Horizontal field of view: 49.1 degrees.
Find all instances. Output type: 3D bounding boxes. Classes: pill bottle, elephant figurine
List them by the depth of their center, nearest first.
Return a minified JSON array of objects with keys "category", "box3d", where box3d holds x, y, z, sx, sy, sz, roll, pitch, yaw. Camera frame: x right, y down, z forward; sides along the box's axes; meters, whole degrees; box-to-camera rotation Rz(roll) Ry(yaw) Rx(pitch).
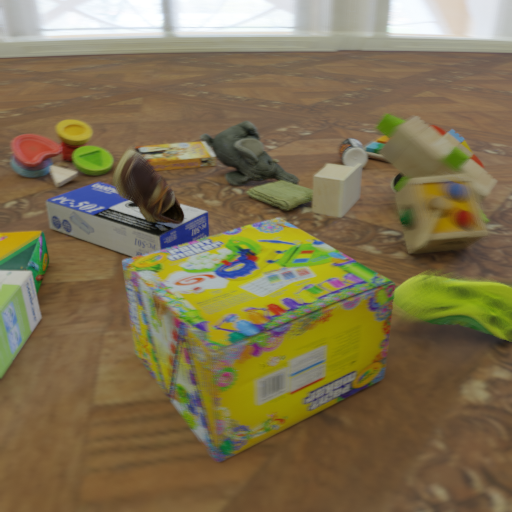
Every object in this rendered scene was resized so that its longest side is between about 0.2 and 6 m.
[{"category":"elephant figurine","box3d":[-0.153,-2.264,13.248,1.504,1.372,1.939,-31,48,2]},{"category":"pill bottle","box3d":[2.482,-2.688,14.578,0.627,0.627,1.180,0,27,0]}]

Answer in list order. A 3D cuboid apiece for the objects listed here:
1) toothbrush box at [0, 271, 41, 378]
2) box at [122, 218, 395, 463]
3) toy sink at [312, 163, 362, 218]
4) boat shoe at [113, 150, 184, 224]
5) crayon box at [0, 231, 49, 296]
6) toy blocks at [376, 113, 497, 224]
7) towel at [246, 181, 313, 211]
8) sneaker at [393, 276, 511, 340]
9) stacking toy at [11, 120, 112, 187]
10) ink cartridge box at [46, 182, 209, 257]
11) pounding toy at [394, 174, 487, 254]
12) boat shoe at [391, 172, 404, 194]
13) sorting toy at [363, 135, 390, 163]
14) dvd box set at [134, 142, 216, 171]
[{"category":"toothbrush box","box3d":[-3.884,0.990,7.216,1.434,0.848,1.969,0,28,1]},{"category":"box","box3d":[-0.034,0.788,6.921,2.412,1.471,2.323,-17,32,-28]},{"category":"toy sink","box3d":[1.718,-1.473,12.008,0.716,0.833,1.278,13,31,24]},{"category":"boat shoe","box3d":[-1.610,-0.995,8.907,0.709,1.969,0.710,20,72,16]},{"category":"crayon box","box3d":[-4.614,0.253,8.808,2.347,0.684,1.394,-4,28,-8]},{"category":"toy blocks","box3d":[3.878,-1.954,11.614,2.834,1.416,1.937,43,39,9]},{"category":"towel","box3d":[0.579,-1.350,12.343,1.049,0.258,1.414,-22,29,-34]},{"category":"sneaker","box3d":[2.825,0.650,7.735,1.975,0.732,0.825,15,-4,-9]},{"category":"stacking toy","box3d":[-4.851,-2.317,14.119,2.016,0.941,2.227,42,46,17]},{"category":"ink cartridge box","box3d":[-2.458,-0.670,10.651,2.919,0.645,1.372,17,31,30]},{"category":"pounding toy","box3d":[3.141,-0.673,9.771,1.492,1.060,1.373,-6,73,-11]},{"category":"boat shoe","box3d":[3.864,-1.837,12.642,2.206,0.691,0.807,-22,70,-37]},{"category":"sorting toy","box3d":[3.817,-2.939,15.381,1.675,0.330,1.809,20,33,33]},{"category":"dvd box set","box3d":[-2.172,-2.645,14.846,1.990,0.293,1.456,-7,29,-13]}]
